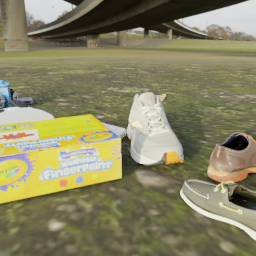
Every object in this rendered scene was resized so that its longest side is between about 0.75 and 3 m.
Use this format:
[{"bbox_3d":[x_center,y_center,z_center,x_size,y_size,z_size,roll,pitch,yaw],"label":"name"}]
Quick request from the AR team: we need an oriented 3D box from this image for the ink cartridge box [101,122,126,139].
[{"bbox_3d":[-0.644,0.153,7.545,0.967,0.242,0.778,12,29,22],"label":"ink cartridge box"}]

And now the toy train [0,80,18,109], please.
[{"bbox_3d":[-5.617,-1.146,10.630,2.637,1.143,1.507,4,27,6],"label":"toy train"}]

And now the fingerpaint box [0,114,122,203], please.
[{"bbox_3d":[-1.599,0.481,5.679,2.416,0.886,2.016,-8,18,-23],"label":"fingerpaint box"}]

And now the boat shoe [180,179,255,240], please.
[{"bbox_3d":[1.623,1.115,4.207,0.681,0.569,1.905,-15,23,-39],"label":"boat shoe"}]

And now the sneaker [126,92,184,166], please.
[{"bbox_3d":[0.513,-0.114,6.795,1.122,1.364,2.965,-4,18,-11],"label":"sneaker"}]

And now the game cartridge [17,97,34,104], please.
[{"bbox_3d":[-4.666,-1.119,11.944,1.130,0.217,0.733,-8,15,-25],"label":"game cartridge"}]

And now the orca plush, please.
[{"bbox_3d":[-3.236,0.127,7.487,1.376,0.929,2.615,50,37,5],"label":"orca plush"}]

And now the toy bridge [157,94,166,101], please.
[{"bbox_3d":[1.515,-1.412,12.928,0.361,0.146,1.073,4,18,14],"label":"toy bridge"}]

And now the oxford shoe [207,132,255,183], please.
[{"bbox_3d":[2.553,0.479,5.851,2.174,0.792,0.775,-13,22,-36],"label":"oxford shoe"}]
